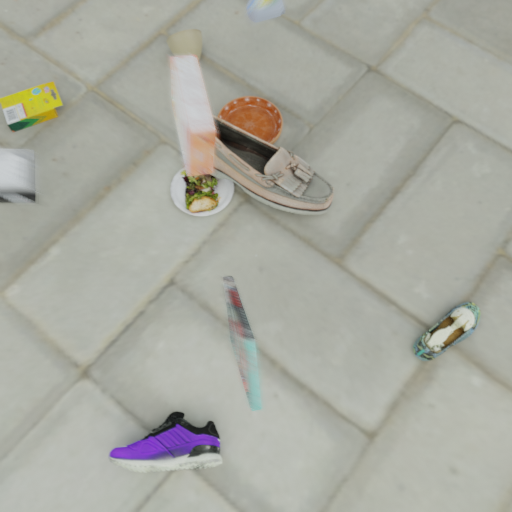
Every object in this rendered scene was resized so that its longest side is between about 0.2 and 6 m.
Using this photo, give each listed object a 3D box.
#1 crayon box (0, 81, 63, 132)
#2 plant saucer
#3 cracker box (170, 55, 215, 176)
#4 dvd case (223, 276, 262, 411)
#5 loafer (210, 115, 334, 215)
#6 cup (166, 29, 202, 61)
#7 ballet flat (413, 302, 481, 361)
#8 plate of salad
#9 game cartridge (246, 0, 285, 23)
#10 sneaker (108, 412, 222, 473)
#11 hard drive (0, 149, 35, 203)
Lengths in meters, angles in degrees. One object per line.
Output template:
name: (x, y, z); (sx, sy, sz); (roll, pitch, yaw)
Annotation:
crayon box: (-5.224, -3.499, 13.112); (1.320, 0.335, 0.838); (-22, 67, -9)
plant saucer: (-0.151, -3.029, 12.951); (1.522, 0.246, 1.522); (0, 65, -1)
cracker box: (-1.035, -2.256, 9.038); (0.465, 1.080, 1.613); (-8, 63, -12)
dvd case: (-0.215, 1.207, 8.065); (0.184, 1.222, 1.673); (-11, 28, -9)
loafer: (0.108, -1.936, 11.798); (3.391, 1.066, 1.219); (24, 49, 6)
cup: (-1.672, -5.033, 13.627); (0.875, 0.875, 0.626); (-17, 94, -8)
ballet flat: (3.742, 1.411, 10.704); (1.689, 0.627, 0.627); (-37, 70, -16)
plate of salad: (-1.182, -1.507, 12.190); (1.397, 0.336, 1.397); (0, 65, 1)
game cartridge: (0.181, -5.249, 11.811); (0.761, 0.231, 1.142); (-16, 38, 8)
sneaker: (-1.580, 3.246, 9.846); (1.936, 0.673, 0.963); (-1, 61, -6)
hard drive: (-4.664, -1.506, 10.304); (1.125, 0.305, 1.610); (-1, 36, -20)
